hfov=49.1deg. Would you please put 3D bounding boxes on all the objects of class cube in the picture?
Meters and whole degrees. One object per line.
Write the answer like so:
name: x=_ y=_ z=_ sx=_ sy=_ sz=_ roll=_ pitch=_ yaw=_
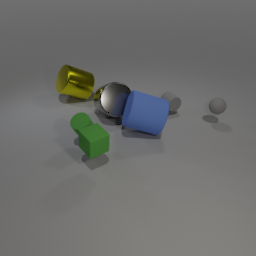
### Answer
cube: x=-1.049 y=0.392 z=8.631 sx=0.700 sy=0.700 sz=0.700 roll=-22 pitch=45 yaw=-31

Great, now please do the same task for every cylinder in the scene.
cylinder: x=-1.579 y=-0.082 z=9.852 sx=0.700 sy=0.700 sz=0.700 roll=-6 pitch=60 yaw=11
cylinder: x=0.646 y=-0.578 z=10.632 sx=1.400 sy=1.400 sz=1.400 roll=16 pitch=28 yaw=-11
cylinder: x=1.906 y=-1.192 z=12.513 sx=0.700 sy=0.700 sz=0.700 roll=-12 pitch=34 yaw=-20
cylinder: x=-0.644 y=-1.183 z=11.810 sx=1.400 sy=1.400 sz=1.400 roll=-9 pitch=7 yaw=-16
cylinder: x=-2.560 y=-2.197 z=13.573 sx=1.400 sy=1.400 sz=1.400 roll=13 pitch=18 yaw=-38

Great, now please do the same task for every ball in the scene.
ball: x=3.677 y=-0.908 z=11.495 sx=0.700 sy=0.700 sz=0.700 roll=0 pitch=30 yaw=0
